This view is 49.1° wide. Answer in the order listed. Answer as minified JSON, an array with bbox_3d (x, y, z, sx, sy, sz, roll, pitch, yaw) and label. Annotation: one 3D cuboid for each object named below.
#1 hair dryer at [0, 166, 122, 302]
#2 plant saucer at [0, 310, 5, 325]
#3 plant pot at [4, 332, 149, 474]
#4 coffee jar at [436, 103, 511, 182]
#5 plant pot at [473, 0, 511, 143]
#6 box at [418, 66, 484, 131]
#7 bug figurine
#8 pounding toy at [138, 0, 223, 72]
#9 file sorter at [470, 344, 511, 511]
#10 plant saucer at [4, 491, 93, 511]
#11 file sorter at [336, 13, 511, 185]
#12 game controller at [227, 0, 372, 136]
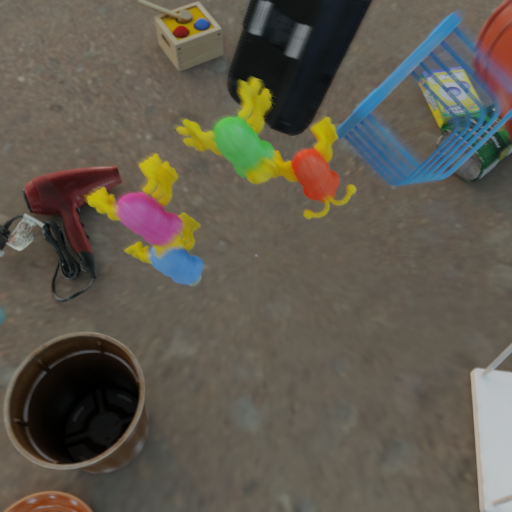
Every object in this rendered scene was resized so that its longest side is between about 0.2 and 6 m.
[{"bbox_3d":[-3.141,-0.578,9.479,1.933,0.690,2.538,29,69,0],"label":"hair dryer"},{"bbox_3d":[-3.729,-0.006,6.908,0.193,0.713,2.040,-36,107,-39],"label":"plant saucer"},{"bbox_3d":[-2.130,2.041,7.225,1.630,1.613,1.630,0,60,-1],"label":"plant pot"},{"bbox_3d":[4.355,-2.262,10.186,2.026,0.864,1.057,-33,68,-18],"label":"coffee jar"},{"bbox_3d":[3.901,-2.259,7.239,1.924,1.924,1.872,10,46,6],"label":"plant pot"},{"bbox_3d":[3.844,-3.043,10.962,0.868,0.358,1.480,-10,62,-6],"label":"box"},{"bbox_3d":[-0.375,-0.565,6.104,2.894,2.245,0.745,-32,62,14],"label":"bug figurine"},{"bbox_3d":[-1.554,-4.711,11.593,1.230,0.950,1.336,-26,63,-15],"label":"pounding toy"},{"bbox_3d":[4.445,2.284,7.015,2.795,1.740,1.939,7,60,3],"label":"file sorter"},{"bbox_3d":[-2.665,3.781,6.991,1.545,0.249,1.545,0,60,-1],"label":"plant saucer"},{"bbox_3d":[1.974,-1.690,6.844,1.404,2.024,1.242,-44,93,5],"label":"file sorter"},{"bbox_3d":[0.554,-3.210,8.103,1.584,3.036,0.639,41,46,12],"label":"game controller"}]
